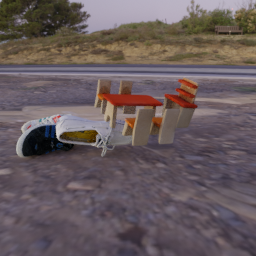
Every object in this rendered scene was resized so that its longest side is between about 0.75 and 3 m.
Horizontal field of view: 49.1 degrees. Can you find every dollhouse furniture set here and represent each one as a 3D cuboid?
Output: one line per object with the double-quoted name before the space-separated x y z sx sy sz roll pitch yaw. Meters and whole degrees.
"dollhouse furniture set" 0.510 -0.633 6.558 2.180 1.135 2.204 -2 25 -28

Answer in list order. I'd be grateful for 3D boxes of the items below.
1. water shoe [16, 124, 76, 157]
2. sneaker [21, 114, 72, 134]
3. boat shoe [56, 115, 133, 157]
"water shoe" -1.723 0.248 6.727 0.748 0.678 1.895 17 25 31
"sneaker" -2.195 -0.131 7.754 1.515 0.533 0.708 -16 -14 -48
"boat shoe" -0.658 0.217 6.429 1.966 0.726 0.838 10 33 -19
